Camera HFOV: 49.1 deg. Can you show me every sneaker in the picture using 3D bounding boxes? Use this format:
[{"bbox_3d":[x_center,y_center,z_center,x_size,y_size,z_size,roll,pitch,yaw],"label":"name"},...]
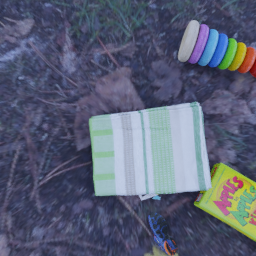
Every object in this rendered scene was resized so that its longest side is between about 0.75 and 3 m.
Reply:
[{"bbox_3d":[0.759,2.565,6.765,0.421,0.438,1.118,-25,91,-37],"label":"sneaker"}]

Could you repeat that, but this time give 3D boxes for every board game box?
[{"bbox_3d":[3.008,2.003,6.943,2.373,0.565,1.205,31,80,6],"label":"board game box"}]

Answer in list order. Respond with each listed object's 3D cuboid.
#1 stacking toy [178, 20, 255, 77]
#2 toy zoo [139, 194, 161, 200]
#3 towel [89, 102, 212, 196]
[{"bbox_3d":[2.743,-2.016,7.570,2.593,1.107,1.107,16,78,0],"label":"stacking toy"},{"bbox_3d":[0.498,1.277,7.321,0.858,0.134,1.308,-29,80,-6],"label":"toy zoo"},{"bbox_3d":[0.474,0.565,6.895,2.874,0.441,2.144,-6,82,10],"label":"towel"}]
